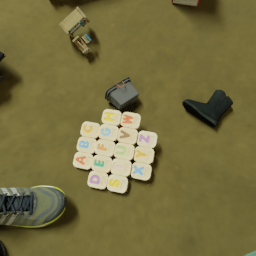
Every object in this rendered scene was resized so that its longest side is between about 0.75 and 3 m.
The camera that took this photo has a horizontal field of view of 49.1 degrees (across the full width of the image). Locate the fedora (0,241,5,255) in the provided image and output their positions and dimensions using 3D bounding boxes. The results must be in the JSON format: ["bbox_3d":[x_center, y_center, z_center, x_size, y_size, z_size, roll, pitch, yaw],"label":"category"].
[{"bbox_3d":[-3.505,2.626,5.638,1.889,0.863,1.889,13,40,-11],"label":"fedora"}]

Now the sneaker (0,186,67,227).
[{"bbox_3d":[-2.703,1.751,6.192,2.651,1.073,0.979,-6,73,0],"label":"sneaker"}]

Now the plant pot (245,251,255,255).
[{"bbox_3d":[2.397,3.392,4.831,2.605,2.605,2.090,-23,62,-9],"label":"plant pot"}]

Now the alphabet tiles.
[{"bbox_3d":[-0.327,0.547,7.017,1.981,0.148,2.025,10,79,9],"label":"alphabet tiles"}]

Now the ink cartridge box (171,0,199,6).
[{"bbox_3d":[2.028,-5.445,8.984,0.959,1.670,2.300,7,67,3],"label":"ink cartridge box"}]

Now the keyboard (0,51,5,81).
[{"bbox_3d":[-4.490,-1.034,7.572,1.515,0.577,2.912,37,79,15],"label":"keyboard"}]

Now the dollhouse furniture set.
[{"bbox_3d":[-1.350,-2.858,8.358,0.748,0.744,1.062,-40,97,8],"label":"dollhouse furniture set"}]

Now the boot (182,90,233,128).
[{"bbox_3d":[2.170,-0.681,7.614,1.139,0.435,0.957,36,75,7],"label":"boot"}]

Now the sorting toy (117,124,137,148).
[{"bbox_3d":[-0.084,0.206,7.295,0.355,0.353,1.025,-36,71,-14],"label":"sorting toy"}]

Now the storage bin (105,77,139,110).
[{"bbox_3d":[-0.119,-0.914,7.598,0.831,0.605,0.558,-35,74,-23],"label":"storage bin"}]
